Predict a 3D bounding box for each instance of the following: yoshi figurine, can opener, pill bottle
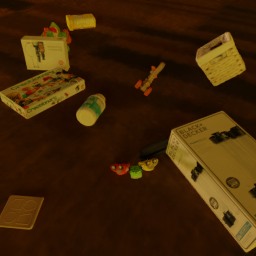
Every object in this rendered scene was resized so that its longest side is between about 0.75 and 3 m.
[{"bbox_3d":[-3.195,-3.591,12.105,1.292,1.296,2.307,39,22,-15],"label":"yoshi figurine"},{"bbox_3d":[1.101,0.435,7.386,1.842,0.584,0.724,-13,43,-22],"label":"can opener"},{"bbox_3d":[-1.092,-0.614,8.667,0.614,0.614,1.109,13,41,14],"label":"pill bottle"}]

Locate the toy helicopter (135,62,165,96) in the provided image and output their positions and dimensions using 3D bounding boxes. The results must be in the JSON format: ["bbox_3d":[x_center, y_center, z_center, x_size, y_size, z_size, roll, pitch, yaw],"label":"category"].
[{"bbox_3d":[0.863,-1.777,9.458,0.539,1.367,0.904,38,52,-6],"label":"toy helicopter"}]

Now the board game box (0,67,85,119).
[{"bbox_3d":[-2.879,-1.292,9.615,1.520,0.417,2.408,29,48,31],"label":"board game box"}]

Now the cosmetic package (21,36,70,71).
[{"bbox_3d":[-3.179,-2.883,10.884,1.636,1.234,0.423,3,40,3],"label":"cosmetic package"}]

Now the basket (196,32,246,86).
[{"bbox_3d":[3.185,-2.383,9.650,1.265,1.151,1.866,-28,15,27],"label":"basket"}]

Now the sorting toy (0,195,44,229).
[{"bbox_3d":[-2.344,1.843,6.133,0.846,0.154,0.783,0,40,7],"label":"sorting toy"}]

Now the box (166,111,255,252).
[{"bbox_3d":[2.358,0.994,6.332,1.683,0.868,2.886,-18,49,-21],"label":"box"}]

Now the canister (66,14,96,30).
[{"bbox_3d":[-2.442,-5.519,14.530,1.356,0.587,1.007,-11,41,-15],"label":"canister"}]

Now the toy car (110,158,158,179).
[{"bbox_3d":[0.168,0.993,6.620,1.205,0.269,1.134,-9,3,1],"label":"toy car"}]
